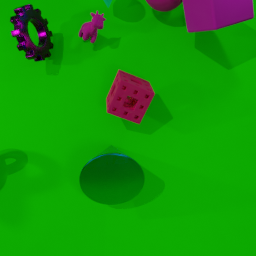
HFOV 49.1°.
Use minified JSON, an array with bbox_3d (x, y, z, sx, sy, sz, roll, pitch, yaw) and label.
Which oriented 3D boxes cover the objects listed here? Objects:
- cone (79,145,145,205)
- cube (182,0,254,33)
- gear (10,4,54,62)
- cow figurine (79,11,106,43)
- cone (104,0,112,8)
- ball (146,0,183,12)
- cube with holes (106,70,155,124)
[{"bbox_3d":[-0.397,0.820,6.850,1.459,1.459,1.464,-5,30,-2],"label":"cone"},{"bbox_3d":[2.342,-3.350,7.422,1.270,1.270,1.270,-21,111,-16],"label":"cube"},{"bbox_3d":[-2.631,-2.622,7.796,0.274,1.480,1.480,-5,70,20],"label":"gear"},{"bbox_3d":[-1.049,-2.963,8.153,0.912,0.501,0.898,45,118,49],"label":"cow figurine"},{"bbox_3d":[-0.617,-4.065,8.283,1.033,1.037,1.033,-1,49,1],"label":"cone"},{"bbox_3d":[1.102,-4.168,8.327,1.316,1.316,1.316,0,71,0],"label":"ball"},{"bbox_3d":[0.028,-0.810,7.195,0.897,0.897,0.897,19,115,-15],"label":"cube with holes"}]
